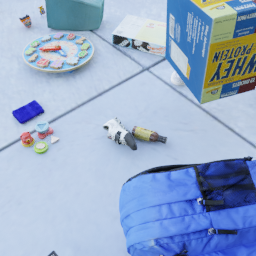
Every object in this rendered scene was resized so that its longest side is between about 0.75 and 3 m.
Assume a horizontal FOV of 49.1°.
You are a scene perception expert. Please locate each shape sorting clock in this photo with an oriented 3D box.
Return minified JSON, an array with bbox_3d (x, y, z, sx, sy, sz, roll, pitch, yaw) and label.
[{"bbox_3d":[-2.709,-3.041,10.963,2.752,0.540,2.752,0,50,0],"label":"shape sorting clock"}]

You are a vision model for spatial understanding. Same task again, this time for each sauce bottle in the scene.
[{"bbox_3d":[0.643,0.228,8.384,1.066,0.345,0.345,17,52,12],"label":"sauce bottle"}]

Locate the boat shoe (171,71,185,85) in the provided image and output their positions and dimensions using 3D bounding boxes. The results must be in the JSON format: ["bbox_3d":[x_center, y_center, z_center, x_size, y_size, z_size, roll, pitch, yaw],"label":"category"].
[{"bbox_3d":[2.281,-2.297,10.249,1.987,0.681,0.715,-37,59,-27],"label":"boat shoe"}]

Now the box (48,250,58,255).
[{"bbox_3d":[-1.701,3.424,5.110,1.873,0.739,1.322,-38,24,-27],"label":"box"}]

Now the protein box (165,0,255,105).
[{"bbox_3d":[2.273,-2.488,7.602,1.691,2.488,2.506,-16,47,-9],"label":"protein box"}]

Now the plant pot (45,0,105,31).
[{"bbox_3d":[-2.220,-5.217,12.195,2.247,1.588,1.588,12,51,-2],"label":"plant pot"}]

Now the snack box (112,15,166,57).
[{"bbox_3d":[0.975,-3.798,11.586,2.897,0.537,1.683,18,53,15],"label":"snack box"}]

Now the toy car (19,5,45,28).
[{"bbox_3d":[-4.172,-4.980,12.586,0.743,0.504,1.515,19,52,43],"label":"toy car"}]

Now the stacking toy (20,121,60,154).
[{"bbox_3d":[-2.619,0.243,8.316,0.890,0.415,0.983,32,58,24],"label":"stacking toy"}]

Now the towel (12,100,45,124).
[{"bbox_3d":[-3.250,-0.548,9.098,0.890,0.220,0.657,-36,58,-26],"label":"towel"}]

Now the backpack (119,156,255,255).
[{"bbox_3d":[1.255,1.928,5.704,2.829,2.298,2.374,-3,53,-4],"label":"backpack"}]

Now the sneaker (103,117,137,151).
[{"bbox_3d":[-0.264,0.271,8.256,0.627,0.525,1.417,-26,45,-20],"label":"sneaker"}]
